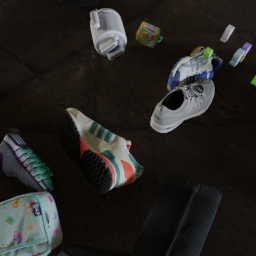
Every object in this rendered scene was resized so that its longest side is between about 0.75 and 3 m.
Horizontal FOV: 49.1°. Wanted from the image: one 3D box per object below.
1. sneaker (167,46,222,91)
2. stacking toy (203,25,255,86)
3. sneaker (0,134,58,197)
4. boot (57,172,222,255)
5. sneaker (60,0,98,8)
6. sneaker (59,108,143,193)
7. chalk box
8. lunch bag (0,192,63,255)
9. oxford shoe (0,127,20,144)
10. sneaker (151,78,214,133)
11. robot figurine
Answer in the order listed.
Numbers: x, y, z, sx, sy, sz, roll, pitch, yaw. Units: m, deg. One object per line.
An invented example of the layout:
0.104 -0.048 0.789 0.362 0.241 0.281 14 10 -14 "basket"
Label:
2.082 -1.749 8.532 0.966 0.825 2.192 33 60 23 "sneaker"
3.545 -2.332 8.708 1.806 0.563 2.395 34 46 14 "stacking toy"
-2.382 1.015 6.455 0.809 0.688 1.849 -44 73 6 "sneaker"
0.357 1.981 5.543 2.310 0.920 2.803 30 61 10 "boot"
-1.935 -5.542 11.676 1.848 0.555 0.964 -9 53 -13 "sneaker"
-0.700 0.439 6.928 1.287 0.969 2.753 -3 35 -39 "sneaker"
0.787 -3.211 9.763 0.865 0.538 0.536 18 51 -15 "chalk box"
-2.056 1.960 5.387 1.528 0.589 1.225 -20 76 13 "lunch bag"
-3.540 0.470 7.021 1.743 0.633 0.736 -19 68 -9 "oxford shoe"
1.628 -0.775 7.681 2.343 0.961 0.876 -38 61 -26 "sneaker"
-0.662 -3.185 9.319 1.075 1.614 1.903 -27 58 21 "robot figurine"
